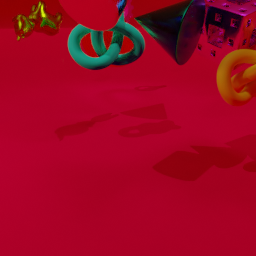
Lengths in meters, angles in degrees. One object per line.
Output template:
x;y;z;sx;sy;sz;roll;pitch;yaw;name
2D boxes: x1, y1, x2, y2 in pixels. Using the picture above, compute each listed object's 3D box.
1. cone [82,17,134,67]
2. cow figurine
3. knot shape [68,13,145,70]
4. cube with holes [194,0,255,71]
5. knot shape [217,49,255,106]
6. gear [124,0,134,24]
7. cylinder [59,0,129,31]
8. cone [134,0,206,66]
-0.388;-3.073;8.686;1.655;1.655;1.661;7;60;16;cone
-2.411;-2.747;7.508;0.688;1.233;1.253;-1;-16;44;cow figurine
-0.400;-2.217;7.080;1.797;1.920;0.887;27;8;-36;knot shape
2.116;-2.007;5.624;1.068;1.068;1.068;-29;48;-24;cube with holes
2.494;-1.123;5.279;1.602;1.499;0.740;2;47;-41;knot shape
-0.314;-4.797;11.410;1.275;1.275;0.236;-19;33;-39;gear
-0.426;-2.231;4.316;1.012;1.012;1.012;12;66;28;cylinder
0.637;-1.957;5.314;1.229;1.224;1.224;24;30;24;cone
